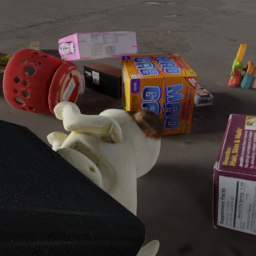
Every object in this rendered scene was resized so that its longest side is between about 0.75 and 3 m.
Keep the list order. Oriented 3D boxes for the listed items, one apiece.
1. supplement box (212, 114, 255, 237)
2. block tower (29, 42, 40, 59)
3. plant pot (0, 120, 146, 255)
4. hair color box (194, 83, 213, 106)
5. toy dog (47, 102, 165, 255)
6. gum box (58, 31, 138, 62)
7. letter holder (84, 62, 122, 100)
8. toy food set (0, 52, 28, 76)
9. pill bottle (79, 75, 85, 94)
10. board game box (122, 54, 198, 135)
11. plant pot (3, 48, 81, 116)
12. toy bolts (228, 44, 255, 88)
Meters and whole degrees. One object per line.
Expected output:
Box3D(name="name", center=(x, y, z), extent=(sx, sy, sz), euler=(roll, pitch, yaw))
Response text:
Box3D(name="supplement box", center=(2.957, 0.865, 4.587), extent=(2.777, 1.433, 1.818), euler=(7, 34, 25))
Box3D(name="block tower", center=(-4.157, -3.472, 12.467), extent=(0.390, 0.364, 1.350), euler=(-5, 33, -10))
Box3D(name="plant pot", center=(-1.960, 1.170, 2.525), extent=(2.680, 2.377, 2.674), euler=(29, 86, 38))
Box3D(name="hair color box", center=(2.225, -1.067, 8.867), extent=(0.499, 0.306, 1.008), euler=(-7, 35, -12))
Box3D(name="toy dog", center=(-0.383, 0.625, 4.879), extent=(2.764, 1.989, 2.851), euler=(25, 38, 13))
Box3D(name="gum box", center=(-0.839, -2.239, 7.718), extent=(1.942, 0.642, 1.102), euler=(-15, 15, -34))
Box3D(name="letter holder", center=(-0.542, -1.679, 9.384), extent=(1.550, 0.780, 1.102), euler=(25, 39, 33))
Box3D(name="toy food set", center=(-4.887, -2.662, 10.656), extent=(1.625, 0.472, 2.354), euler=(-3, 29, -44))
Box3D(name="pill bottle", center=(-2.002, -1.450, 9.163), extent=(1.088, 0.615, 0.615), euler=(3, 33, 5))
Box3D(name="board game box", center=(0.715, -0.911, 7.429), extent=(1.610, 1.610, 1.611), euler=(-4, 34, -6))
Box3D(name="plant pot", center=(-2.289, -1.192, 7.865), extent=(1.588, 1.744, 1.744), euler=(17, 36, 9))
Box3D(name="toy bolts", center=(4.151, -2.021, 9.602), extent=(0.993, 1.367, 1.431), euler=(16, 54, 13))
